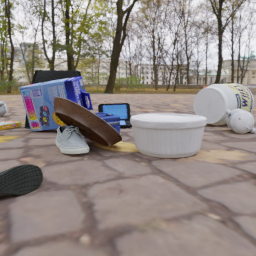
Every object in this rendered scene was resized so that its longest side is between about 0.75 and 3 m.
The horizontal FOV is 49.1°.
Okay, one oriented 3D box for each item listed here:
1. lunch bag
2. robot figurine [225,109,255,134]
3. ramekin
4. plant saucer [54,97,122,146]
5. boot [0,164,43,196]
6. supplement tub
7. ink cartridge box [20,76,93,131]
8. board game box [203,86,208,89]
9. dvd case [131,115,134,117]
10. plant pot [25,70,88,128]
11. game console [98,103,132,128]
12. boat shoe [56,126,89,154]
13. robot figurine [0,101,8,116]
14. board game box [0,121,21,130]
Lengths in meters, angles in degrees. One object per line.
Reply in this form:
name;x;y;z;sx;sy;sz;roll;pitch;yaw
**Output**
lunch bag;-0.856;-0.093;8.773;1.205;0.797;0.818;-6;10;-38
robot figurine;3.893;-0.249;9.764;1.196;0.797;1.411;35;12;3
ramekin;0.992;0.148;6.974;1.874;0.873;1.874;-1;9;0
plant saucer;-1.113;-0.079;7.245;2.046;0.352;2.046;29;-14;8
boot;-2.063;0.809;4.269;0.866;0.449;1.326;0;5;37
supplement tub;4.028;-1.010;11.812;2.351;1.704;1.704;-10;13;-43
ink cartridge box;-2.286;-0.839;9.654;2.393;1.632;0.913;-6;17;15
board game box;5.360;-1.609;15.996;1.584;1.585;1.584;-8;12;-43
dvd case;0.442;-0.597;14.438;0.935;0.075;0.696;-6;10;-33
plant pot;-2.867;-1.283;11.827;2.528;2.248;2.534;-1;8;-10
game console;-0.505;-0.494;11.015;1.303;0.758;1.146;-3;17;-6
boat shoe;-1.482;0.251;7.122;0.609;0.622;1.746;-5;10;-29
robot figurine;-6.827;-0.961;14.368;1.205;0.802;1.421;-34;-8;28
board game box;-4.960;-0.041;10.390;0.848;0.266;1.775;4;12;28
